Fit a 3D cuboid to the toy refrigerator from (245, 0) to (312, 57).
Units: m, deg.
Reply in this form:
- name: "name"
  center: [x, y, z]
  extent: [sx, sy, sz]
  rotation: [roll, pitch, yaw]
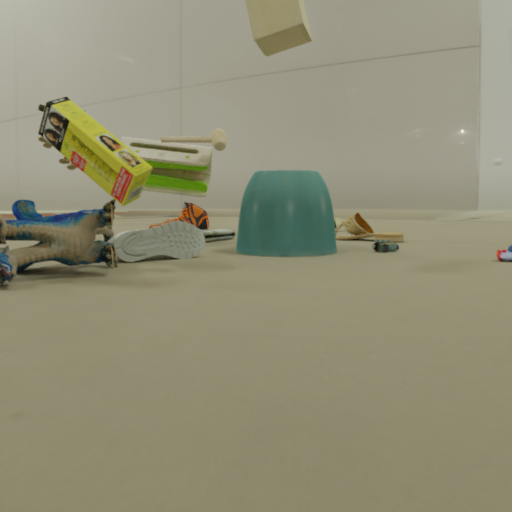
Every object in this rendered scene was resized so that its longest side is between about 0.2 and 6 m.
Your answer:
- name: "toy refrigerator"
  center: [0.186, -3.515, 7.117]
  extent: [0.654, 1.724, 0.603]
  rotation: [-14, -7, 16]

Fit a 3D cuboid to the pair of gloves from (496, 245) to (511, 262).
- name: "pair of gloves"
  center: [5.869, -0.058, 10.748]
  extent: [2.111, 0.299, 2.626]
  rotation: [4, 8, 32]

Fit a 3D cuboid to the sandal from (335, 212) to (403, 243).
- name: "sandal"
  center: [2.906, -0.823, 15.428]
  extent: [2.424, 0.797, 0.889]
  rotation: [5, 8, 37]

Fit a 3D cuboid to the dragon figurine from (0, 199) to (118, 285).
- name: "dragon figurine"
  center: [-3.291, -0.327, 9.084]
  extent: [1.977, 1.170, 3.977]
  rotation: [-1, 7, -11]

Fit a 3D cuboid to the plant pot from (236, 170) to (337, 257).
- name: "plant pot"
  center: [0.660, -0.966, 12.212]
  extent: [2.224, 1.785, 2.224]
  rotation: [0, 6, 0]

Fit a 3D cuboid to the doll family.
- name: "doll family"
  center: [-3.716, -2.484, 11.603]
  extent: [0.769, 1.133, 1.961]
  rotation: [-5, -25, 8]

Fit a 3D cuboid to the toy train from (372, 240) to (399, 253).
- name: "toy train"
  center: [2.842, -0.196, 12.289]
  extent: [0.635, 0.271, 0.362]
  rotation: [-2, 18, -34]

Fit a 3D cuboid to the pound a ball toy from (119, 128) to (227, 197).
- name: "pound a ball toy"
  center: [-1.883, -2.326, 12.724]
  extent: [2.450, 1.598, 1.041]
  rotation: [6, 43, -1]

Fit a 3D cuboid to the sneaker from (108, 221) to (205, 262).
- name: "sneaker"
  center: [-1.938, -0.260, 10.903]
  extent: [1.964, 0.750, 0.791]
  rotation: [-2, -3, -34]

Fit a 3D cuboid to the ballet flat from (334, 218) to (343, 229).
- name: "ballet flat"
  center: [1.769, -1.183, 19.163]
  extent: [2.505, 0.711, 0.832]
  rotation: [0, 6, -3]

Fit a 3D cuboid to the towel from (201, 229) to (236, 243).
- name: "towel"
  center: [-1.911, -0.594, 15.380]
  extent: [2.012, 0.361, 2.090]
  rotation: [3, 8, 28]

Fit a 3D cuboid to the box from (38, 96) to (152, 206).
- name: "box"
  center: [-2.449, -1.588, 8.481]
  extent: [1.798, 0.677, 0.451]
  rotation: [40, 38, 5]

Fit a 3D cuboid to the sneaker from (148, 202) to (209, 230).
- name: "sneaker"
  center: [-2.385, -1.142, 17.254]
  extent: [1.853, 1.038, 0.719]
  rotation: [-2, 6, -16]
